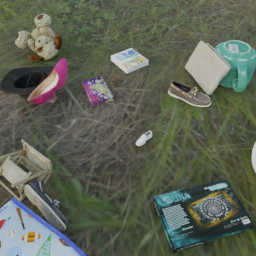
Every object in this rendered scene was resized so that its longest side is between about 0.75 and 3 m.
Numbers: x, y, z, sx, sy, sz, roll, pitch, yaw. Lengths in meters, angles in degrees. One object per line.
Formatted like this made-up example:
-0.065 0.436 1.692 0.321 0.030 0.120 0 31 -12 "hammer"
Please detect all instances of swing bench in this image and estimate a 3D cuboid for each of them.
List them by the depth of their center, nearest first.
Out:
-3.335 1.308 8.811 1.387 0.905 1.394 30 48 27 "swing bench"

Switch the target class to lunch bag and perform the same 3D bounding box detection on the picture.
-2.379 3.372 6.217 2.813 1.742 2.391 20 48 29 "lunch bag"

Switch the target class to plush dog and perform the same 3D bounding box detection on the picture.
-4.188 -4.183 13.929 2.179 1.749 1.872 -36 65 8 "plush dog"

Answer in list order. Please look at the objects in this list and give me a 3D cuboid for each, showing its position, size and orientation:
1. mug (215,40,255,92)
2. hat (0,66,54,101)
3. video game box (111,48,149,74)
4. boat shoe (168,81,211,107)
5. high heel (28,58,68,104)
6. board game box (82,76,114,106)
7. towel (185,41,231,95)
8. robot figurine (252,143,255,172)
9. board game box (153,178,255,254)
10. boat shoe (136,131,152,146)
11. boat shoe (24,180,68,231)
4.797 -2.858 12.397 1.965 1.479 2.392 -26 50 -23 "mug"
-3.914 -1.685 11.579 2.462 0.993 2.462 -2 42 2 "hat"
0.068 -3.303 13.653 1.291 0.332 1.417 -29 53 -22 "video game box"
2.581 -1.446 11.676 1.888 0.562 0.678 25 51 22 "boat shoe"
-2.514 -1.458 8.790 0.847 1.766 0.595 -3 53 -43 "high heel"
-1.322 -1.629 12.106 0.966 0.260 1.609 -19 49 -12 "board game box"
3.424 -2.654 12.235 0.397 1.528 2.305 6 42 -29 "towel"
5.318 1.007 8.489 2.890 2.172 1.804 6 63 5 "robot figurine"
2.118 2.430 8.072 2.409 0.339 1.629 -12 47 -11 "board game box"
0.576 0.347 10.138 0.281 0.275 0.794 32 54 28 "boat shoe"
-2.265 2.167 8.100 1.818 0.660 0.570 37 44 23 "boat shoe"
